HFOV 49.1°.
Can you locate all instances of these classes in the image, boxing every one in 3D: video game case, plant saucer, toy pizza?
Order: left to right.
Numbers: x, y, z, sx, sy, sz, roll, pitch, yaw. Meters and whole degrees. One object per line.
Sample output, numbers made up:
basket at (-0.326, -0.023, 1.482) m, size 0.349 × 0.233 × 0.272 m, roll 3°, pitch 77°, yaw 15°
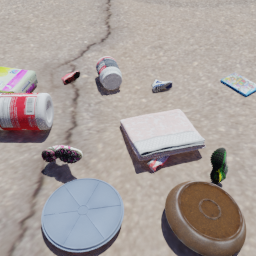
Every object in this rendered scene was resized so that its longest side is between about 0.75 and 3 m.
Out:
toy pizza at (-1.327, 2.542, 8.368) m, size 2.430 × 0.385 × 2.430 m, roll -1°, pitch 42°, yaw 1°
plant saucer at (2.309, 2.431, 8.079) m, size 2.460 × 0.424 × 2.460 m, roll 10°, pitch 41°, yaw -8°
video game case at (5.370, -2.093, 13.391) m, size 1.100 × 0.137 × 1.537 m, roll -26°, pitch 50°, yaw -25°

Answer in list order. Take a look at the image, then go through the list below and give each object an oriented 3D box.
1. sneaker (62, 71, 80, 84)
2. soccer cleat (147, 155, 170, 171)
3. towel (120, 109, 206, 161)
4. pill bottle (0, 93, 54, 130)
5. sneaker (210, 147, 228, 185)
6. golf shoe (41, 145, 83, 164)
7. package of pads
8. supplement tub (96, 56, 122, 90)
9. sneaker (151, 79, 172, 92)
sneaker at (-2.808, -2.566, 13.706) m, size 0.455 × 0.387 × 1.049 m, roll 30°, pitch 52°, yaw 29°
soccer cleat at (1.171, 1.141, 9.912) m, size 1.116 × 0.381 × 0.408 m, roll -25°, pitch 78°, yaw -34°
towel at (1.246, 0.141, 10.594) m, size 2.615 × 0.422 × 2.498 m, roll -10°, pitch 34°, yaw -12°
pill bottle at (-4.341, -0.636, 10.925) m, size 2.581 × 1.449 × 1.449 m, roll 0°, pitch 44°, yaw 1°
sneaker at (2.950, 1.168, 8.962) m, size 0.531 × 1.247 × 0.487 m, roll -16°, pitch 30°, yaw -31°
golf shoe at (-2.115, 0.783, 9.331) m, size 1.570 × 0.570 × 0.723 m, roll 1°, pitch 25°, yaw 28°
package of pads at (-5.704, -1.945, 12.720) m, size 2.515 × 0.858 × 1.943 m, roll 8°, pitch 43°, yaw 10°
supplement tub at (-0.895, -2.611, 13.261) m, size 1.057 × 1.057 × 1.506 m, roll -10°, pitch 44°, yaw -11°
sneaker at (1.541, -2.083, 13.178) m, size 1.032 × 0.417 × 0.596 m, roll -16°, pitch 48°, yaw -14°
